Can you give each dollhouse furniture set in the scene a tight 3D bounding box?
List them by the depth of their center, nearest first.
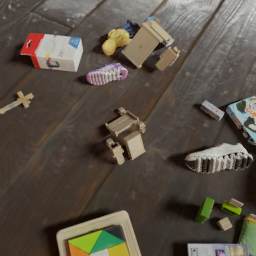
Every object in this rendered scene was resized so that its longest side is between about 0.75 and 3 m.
[{"bbox_3d":[3.661,3.203,9.219,2.660,1.027,1.329,24,63,14],"label":"dollhouse furniture set"},{"bbox_3d":[-0.303,0.321,11.351,1.772,1.015,2.078,-31,40,-18],"label":"dollhouse furniture set"},{"bbox_3d":[1.325,-3.938,13.752,2.403,1.661,2.546,43,34,-1],"label":"dollhouse furniture set"}]

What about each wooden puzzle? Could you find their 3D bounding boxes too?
[{"bbox_3d":[-0.794,4.143,8.640,2.437,0.491,2.634,-15,65,-10],"label":"wooden puzzle"}]

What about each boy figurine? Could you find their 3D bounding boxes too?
[{"bbox_3d":[-0.364,-4.456,13.930,1.422,0.737,2.287,31,65,23],"label":"boy figurine"}]

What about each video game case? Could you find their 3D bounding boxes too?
[{"bbox_3d":[2.830,4.650,8.566,1.853,0.465,2.045,-3,59,9],"label":"video game case"}]

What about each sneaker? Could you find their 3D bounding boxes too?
[{"bbox_3d":[3.362,1.089,10.663,2.454,0.922,0.995,-3,43,-2],"label":"sneaker"},{"bbox_3d":[-1.019,-2.559,12.870,1.887,0.759,0.834,-13,54,-12],"label":"sneaker"}]

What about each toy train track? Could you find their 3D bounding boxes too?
[{"bbox_3d":[-4.839,-1.040,12.223,1.539,0.250,0.883,-30,71,-10],"label":"toy train track"}]

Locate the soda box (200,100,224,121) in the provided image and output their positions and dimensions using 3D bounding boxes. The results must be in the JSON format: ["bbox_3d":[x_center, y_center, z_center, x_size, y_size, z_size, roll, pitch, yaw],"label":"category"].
[{"bbox_3d":[3.591,-0.745,11.966,0.980,0.334,0.311,40,67,21],"label":"soda box"}]

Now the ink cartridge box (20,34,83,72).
[{"bbox_3d":[-3.589,-3.617,13.361,2.545,0.856,1.478,8,60,4],"label":"ink cartridge box"}]

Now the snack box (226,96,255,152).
[{"bbox_3d":[5.301,-0.157,11.557,1.359,0.434,2.339,-20,61,-12],"label":"snack box"}]
